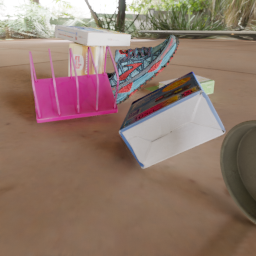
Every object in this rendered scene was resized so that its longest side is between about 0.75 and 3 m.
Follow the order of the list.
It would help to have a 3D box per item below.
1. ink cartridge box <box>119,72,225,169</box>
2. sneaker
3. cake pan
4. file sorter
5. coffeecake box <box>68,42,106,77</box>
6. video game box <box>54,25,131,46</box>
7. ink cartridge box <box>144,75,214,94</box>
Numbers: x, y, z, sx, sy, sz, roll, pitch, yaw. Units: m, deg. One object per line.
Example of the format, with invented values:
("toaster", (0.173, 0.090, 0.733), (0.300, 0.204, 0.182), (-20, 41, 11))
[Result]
("ink cartridge box", (0.906, -0.338, 6.118), (1.714, 0.959, 2.513), (-26, 13, 15))
("sneaker", (0.215, -2.014, 8.792), (2.970, 1.419, 1.178), (-38, 11, 18))
("cake pan", (1.868, 0.619, 3.711), (0.281, 1.533, 1.533), (-14, 25, -24))
("file sorter", (-1.476, -1.294, 7.646), (2.227, 1.397, 1.548), (-8, 55, -14))
("coffeecake box", (-1.456, -2.173, 10.331), (0.926, 1.946, 2.535), (7, 21, 1))
("video game box", (-1.201, -3.171, 9.617), (1.785, 0.459, 1.960), (28, 30, 35))
("ink cartridge box", (1.927, -1.702, 11.022), (1.717, 0.566, 2.360), (-15, 27, -22))
